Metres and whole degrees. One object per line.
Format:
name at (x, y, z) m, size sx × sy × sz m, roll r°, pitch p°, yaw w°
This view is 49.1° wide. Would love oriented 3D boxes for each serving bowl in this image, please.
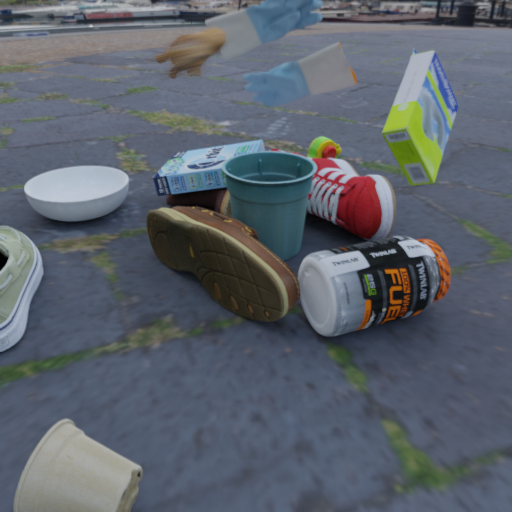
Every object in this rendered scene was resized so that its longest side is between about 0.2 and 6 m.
serving bowl at (-3.683, -1.226, 11.681) m, size 2.081 × 0.684 × 2.081 m, roll 1°, pitch 29°, yaw 0°

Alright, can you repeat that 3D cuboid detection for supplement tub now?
supplement tub at (1.716, 0.386, 8.128) m, size 1.986 × 1.217 × 1.217 m, roll -12°, pitch 30°, yaw -19°

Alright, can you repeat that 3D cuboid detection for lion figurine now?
lion figurine at (-0.543, -1.983, 5.312) m, size 0.611 × 0.362 × 0.998 m, roll -17°, pitch 31°, yaw 41°

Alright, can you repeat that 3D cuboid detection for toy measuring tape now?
toy measuring tape at (1.402, -2.593, 14.220) m, size 2.017 × 0.742 × 0.742 m, roll -19°, pitch 34°, yaw -31°

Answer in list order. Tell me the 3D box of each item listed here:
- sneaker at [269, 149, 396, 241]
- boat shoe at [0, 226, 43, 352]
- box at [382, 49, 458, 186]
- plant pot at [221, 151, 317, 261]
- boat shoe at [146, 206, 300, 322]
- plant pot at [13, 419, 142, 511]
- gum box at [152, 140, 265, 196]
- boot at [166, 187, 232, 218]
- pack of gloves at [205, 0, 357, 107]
sneaker at (1.202, -1.212, 10.843) m, size 1.983 × 1.256 × 3.525 m, roll 4°, pitch 19°, yaw -15°
boat shoe at (-3.985, 0.200, 8.673) m, size 1.181 × 1.017 × 3.280 m, roll -9°, pitch 30°, yaw -17°
box at (1.948, -1.650, 6.507) m, size 0.349 × 0.893 × 1.465 m, roll -1°, pitch 53°, yaw 41°
plant pot at (0.219, -0.854, 10.018) m, size 1.644 × 1.610 × 1.644 m, roll 0°, pitch 29°, yaw 0°
boat shoe at (-0.458, -0.114, 9.013) m, size 1.182 × 1.260 × 3.501 m, roll -23°, pitch 33°, yaw -32°
plant pot at (-1.605, 2.163, 5.285) m, size 0.879 × 0.961 × 0.961 m, roll 18°, pitch 31°, yaw 9°
gum box at (-0.930, -1.886, 11.864) m, size 2.056 × 0.458 × 1.747 m, roll -6°, pitch 26°, yaw 13°
boot at (-1.095, -1.150, 11.802) m, size 1.668 × 0.725 × 2.005 m, roll -7°, pitch 28°, yaw 13°
pack of gloves at (0.556, -4.269, 11.467) m, size 2.636 × 2.214 × 0.520 m, roll -4°, pitch 42°, yaw 39°
